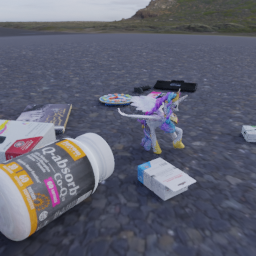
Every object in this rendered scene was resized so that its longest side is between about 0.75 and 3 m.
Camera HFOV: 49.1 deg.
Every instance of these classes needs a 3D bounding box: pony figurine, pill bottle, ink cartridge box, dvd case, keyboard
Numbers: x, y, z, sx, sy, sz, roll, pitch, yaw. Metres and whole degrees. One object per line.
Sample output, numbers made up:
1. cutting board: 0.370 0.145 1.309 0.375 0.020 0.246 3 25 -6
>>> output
1. pony figurine: 0.898 -0.262 9.231 2.092 2.167 1.805 3 28 17
2. pill bottle: -1.753 1.190 6.678 1.661 1.661 2.855 18 30 35
3. ink cartridge box: -3.795 0.638 8.518 2.640 1.093 1.924 4 28 8
4. ink cartridge box: 1.019 1.419 7.590 0.850 0.490 1.468 -15 28 -31
5. dvd case: -3.623 -0.444 12.020 2.075 0.223 2.790 -1 27 -3
6. ink cartridge box: 1.534 -1.475 14.310 1.055 0.413 2.228 11 24 23
7. keyboard: 2.871 -2.540 16.803 2.475 0.317 1.486 8 32 16
8. ink cartridge box: 4.664 0.214 10.508 0.580 0.329 0.791 2 24 6

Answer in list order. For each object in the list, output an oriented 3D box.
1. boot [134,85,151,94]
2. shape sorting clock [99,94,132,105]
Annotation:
1. boot: 0.951 -2.241 16.136 0.979 0.321 0.807 -11 28 -33
2. shape sorting clock: -0.574 -1.519 14.406 1.784 0.350 1.784 0 24 0
